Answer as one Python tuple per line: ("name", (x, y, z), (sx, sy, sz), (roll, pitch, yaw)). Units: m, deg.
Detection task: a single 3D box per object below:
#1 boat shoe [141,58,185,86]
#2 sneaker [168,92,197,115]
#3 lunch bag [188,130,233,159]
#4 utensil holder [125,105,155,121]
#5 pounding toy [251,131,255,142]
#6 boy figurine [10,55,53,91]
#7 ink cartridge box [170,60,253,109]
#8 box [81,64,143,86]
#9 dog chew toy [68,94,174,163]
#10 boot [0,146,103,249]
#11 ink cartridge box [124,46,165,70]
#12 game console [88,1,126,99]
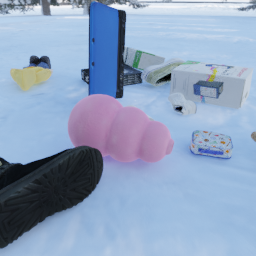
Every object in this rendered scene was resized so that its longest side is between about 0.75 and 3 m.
("boat shoe", (1.748, -2.395, 12.454), (2.694, 0.970, 0.836), (-25, 61, -35))
("sneaker", (1.749, -0.842, 9.615), (0.598, 0.511, 1.372), (-17, 30, -20))
("lunch bag", (2.099, 0.440, 7.157), (1.076, 0.407, 0.863), (6, 30, 11))
("utensil holder", (0.242, -0.127, 7.894), (0.778, 0.778, 0.916), (-16, 34, -29))
("pounding toy", (3.598, 0.339, 6.488), (1.317, 1.157, 0.603), (2, 27, 4))
("boy figurine", (-4.329, -2.448, 12.305), (1.858, 0.963, 2.988), (3, 24, 0))
("ink cartridge box", (3.165, -1.720, 10.602), (2.634, 1.153, 1.914), (16, 30, 26))
("box", (-0.746, -2.321, 12.522), (2.255, 0.491, 1.807), (-13, 30, -24))
("dog chew toy", (-0.147, 0.119, 6.707), (2.504, 1.559, 1.559), (17, 30, 15))
("boot", (-2.106, 0.899, 5.495), (2.138, 1.076, 2.860), (15, 25, 37))
("ink cartridge box", (0.581, -3.404, 13.868), (1.508, 0.855, 2.057), (3, 20, -37))
("game console", (-1.060, -2.507, 9.582), (1.765, 2.984, 2.547), (-6, 16, -32))
